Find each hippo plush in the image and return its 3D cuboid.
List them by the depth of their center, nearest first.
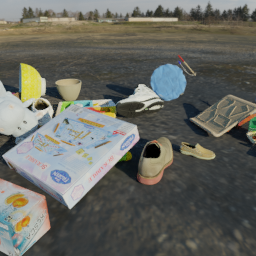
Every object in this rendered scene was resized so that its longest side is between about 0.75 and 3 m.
[{"bbox_3d":[-4.455,-0.258,10.145,2.267,2.245,2.819,39,-1,30],"label":"hippo plush"}]

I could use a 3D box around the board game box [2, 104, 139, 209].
[{"bbox_3d":[-1.663,0.577,8.254,2.896,0.596,2.889,20,49,37],"label":"board game box"}]

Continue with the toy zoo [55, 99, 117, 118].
[{"bbox_3d":[-1.700,-0.828,12.763,2.958,0.303,1.941,-3,24,-7],"label":"toy zoo"}]

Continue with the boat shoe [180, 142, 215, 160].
[{"bbox_3d":[2.265,0.716,9.156,1.146,0.437,0.411,10,26,21],"label":"boat shoe"}]

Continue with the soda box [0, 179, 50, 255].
[{"bbox_3d":[-3.195,1.733,6.269,2.938,0.934,1.005,12,27,26],"label":"soda box"}]

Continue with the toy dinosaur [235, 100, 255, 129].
[{"bbox_3d":[5.350,-0.577,12.071,2.093,1.211,2.307,9,60,-7],"label":"toy dinosaur"}]

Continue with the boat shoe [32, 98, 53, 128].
[{"bbox_3d":[-3.717,-0.892,12.178,0.917,0.898,2.590,-9,25,-18],"label":"boat shoe"}]

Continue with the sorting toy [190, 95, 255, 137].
[{"bbox_3d":[3.970,-0.326,10.749,2.209,0.440,2.989,-29,25,-4],"label":"sorting toy"}]

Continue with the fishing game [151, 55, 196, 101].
[{"bbox_3d":[1.952,-2.186,13.435,1.749,2.442,0.380,49,13,3],"label":"fishing game"}]

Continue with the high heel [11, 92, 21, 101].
[{"bbox_3d":[-6.097,-0.945,12.640,2.817,0.949,1.351,-36,16,-36],"label":"high heel"}]

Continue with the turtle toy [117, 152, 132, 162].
[{"bbox_3d":[-0.584,0.625,8.994,1.053,0.730,1.445,-14,28,-29],"label":"turtle toy"}]

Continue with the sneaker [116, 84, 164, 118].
[{"bbox_3d":[0.315,-1.267,12.532,2.391,0.902,1.375,-7,48,-32],"label":"sneaker"}]

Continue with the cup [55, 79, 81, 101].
[{"bbox_3d":[-3.042,-1.928,14.467,1.299,0.929,1.299,1,25,0],"label":"cup"}]

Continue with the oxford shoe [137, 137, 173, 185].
[{"bbox_3d":[0.924,0.730,8.547,0.850,0.902,2.412,7,25,15],"label":"oxford shoe"}]

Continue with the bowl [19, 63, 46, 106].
[{"bbox_3d":[-4.594,-2.007,13.452,1.127,2.094,2.094,-1,22,-24],"label":"bowl"}]

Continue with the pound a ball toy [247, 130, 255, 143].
[{"bbox_3d":[4.865,0.364,10.023,1.252,0.532,0.816,-10,51,-21],"label":"pound a ball toy"}]
